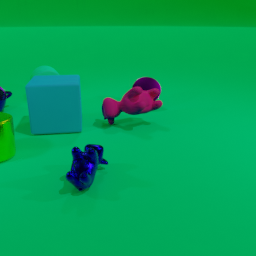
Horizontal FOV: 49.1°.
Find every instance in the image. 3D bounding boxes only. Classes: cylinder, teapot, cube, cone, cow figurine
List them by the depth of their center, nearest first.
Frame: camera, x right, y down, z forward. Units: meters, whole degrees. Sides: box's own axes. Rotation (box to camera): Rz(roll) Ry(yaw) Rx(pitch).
[{"bbox_3d":[-0.794,0.758,5.548,0.598,1.072,1.089,5,61,11],"label":"cow figurine"},{"bbox_3d":[-3.094,0.199,6.406,0.928,0.928,0.928,3,20,-1],"label":"cylinder"},{"bbox_3d":[-2.061,-0.721,8.106,1.378,1.378,1.378,-3,21,-8],"label":"cube"},{"bbox_3d":[0.032,-0.668,8.273,1.559,0.856,1.534,-6,-11,-41],"label":"cow figurine"},{"bbox_3d":[-4.554,-1.050,9.185,1.128,0.888,1.814,53,23,8],"label":"teapot"},{"bbox_3d":[0.658,-1.158,10.157,1.017,1.017,1.020,1,-19,3],"label":"cone"},{"bbox_3d":[-3.195,-1.785,11.042,1.166,1.166,1.166,-9,24,-21],"label":"cylinder"}]
